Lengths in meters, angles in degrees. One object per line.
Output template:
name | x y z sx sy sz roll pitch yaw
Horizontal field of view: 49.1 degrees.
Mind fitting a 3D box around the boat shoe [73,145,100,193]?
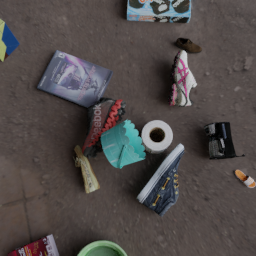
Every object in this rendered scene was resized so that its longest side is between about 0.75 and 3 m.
boat shoe | -1.701 1.559 10.780 0.589 0.688 1.878 -25 77 -9

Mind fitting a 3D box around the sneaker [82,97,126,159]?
sneaker | -1.186 -0.119 10.948 1.360 0.984 2.783 24 65 11

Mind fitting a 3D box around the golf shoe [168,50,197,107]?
golf shoe | 2.301 -2.039 11.657 1.096 0.864 2.380 6 85 -3

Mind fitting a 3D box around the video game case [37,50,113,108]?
video game case | -2.240 -2.038 11.934 2.698 0.256 1.928 21 77 6

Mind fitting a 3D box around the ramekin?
ramekin | -0.877 4.910 9.779 1.962 0.958 1.962 0 76 0

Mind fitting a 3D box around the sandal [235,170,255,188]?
sandal | 4.568 1.978 10.891 0.920 0.264 0.353 39 79 9

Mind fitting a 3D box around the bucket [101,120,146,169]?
bucket | -0.165 0.591 9.828 1.040 1.598 1.598 -24 76 16

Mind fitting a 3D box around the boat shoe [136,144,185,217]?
boat shoe | 1.580 1.963 10.598 1.224 0.954 2.696 36 86 8

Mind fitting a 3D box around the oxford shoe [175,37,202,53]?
oxford shoe | 2.669 -3.600 12.199 1.205 0.509 0.438 20 75 3

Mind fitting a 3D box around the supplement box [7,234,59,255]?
supplement box | -3.408 4.581 10.113 1.587 0.483 0.864 -23 77 -4

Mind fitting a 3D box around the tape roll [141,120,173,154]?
tape roll | 1.108 0.365 11.015 1.198 0.823 1.198 0 75 0

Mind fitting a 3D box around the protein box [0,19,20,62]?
protein box | -5.777 -3.996 11.699 1.663 1.650 1.122 37 79 9

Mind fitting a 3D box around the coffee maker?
coffee maker | 3.738 0.505 11.038 1.340 0.940 1.395 3 75 -29

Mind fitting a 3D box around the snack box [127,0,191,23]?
snack box | 1.398 -5.666 12.683 2.815 0.522 1.635 3 77 2
